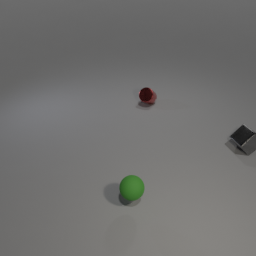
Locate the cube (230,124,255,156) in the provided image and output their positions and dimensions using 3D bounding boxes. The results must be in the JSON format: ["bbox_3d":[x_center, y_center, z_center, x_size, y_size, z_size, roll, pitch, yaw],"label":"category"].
[{"bbox_3d":[4.291,0.426,10.176,0.700,0.700,0.700,-45,36,10],"label":"cube"}]

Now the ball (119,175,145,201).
[{"bbox_3d":[0.110,1.656,7.761,0.700,0.700,0.700,0,32,0],"label":"ball"}]

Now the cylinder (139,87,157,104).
[{"bbox_3d":[0.947,-1.518,13.284,0.700,0.700,0.700,14,1,21],"label":"cylinder"}]
